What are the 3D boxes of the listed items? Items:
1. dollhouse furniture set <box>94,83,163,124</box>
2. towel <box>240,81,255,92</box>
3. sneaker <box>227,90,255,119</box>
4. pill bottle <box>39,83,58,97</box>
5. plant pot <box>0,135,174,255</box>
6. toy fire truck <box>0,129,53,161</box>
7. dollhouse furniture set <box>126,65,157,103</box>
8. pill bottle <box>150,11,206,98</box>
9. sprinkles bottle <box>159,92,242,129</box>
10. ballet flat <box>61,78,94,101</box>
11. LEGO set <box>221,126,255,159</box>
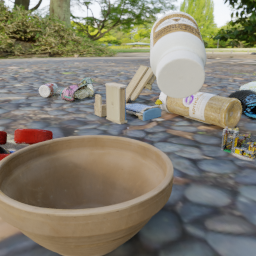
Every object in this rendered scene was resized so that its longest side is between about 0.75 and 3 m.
[{"bbox_3d":[0.048,-1.055,10.151,1.922,1.254,1.814,-13,22,-36],"label":"dollhouse furniture set"},{"bbox_3d":[7.093,-2.007,14.454,1.924,0.541,2.248,10,20,38],"label":"towel"},{"bbox_3d":[4.438,-0.856,10.145,0.979,0.875,2.389,-10,20,-28],"label":"sneaker"},{"bbox_3d":[-3.930,-1.913,13.980,0.601,0.601,1.071,3,18,11],"label":"pill bottle"},{"bbox_3d":[-0.588,0.969,3.950,2.379,1.098,2.379,0,18,0],"label":"plant pot"},{"bbox_3d":[-2.125,0.643,5.418,1.977,1.109,1.661,0,-7,-2],"label":"toy fire truck"},{"bbox_3d":[1.264,-1.312,12.413,2.216,1.805,2.107,31,6,-23],"label":"dollhouse furniture set"},{"bbox_3d":[1.259,-1.894,7.179,1.388,1.388,2.427,1,42,4],"label":"pill bottle"},{"bbox_3d":[2.373,-0.767,9.636,1.000,1.000,2.932,-12,21,-33],"label":"sprinkles bottle"},{"bbox_3d":[-2.188,-1.765,13.405,0.882,0.857,2.480,25,29,14],"label":"ballet flat"},{"bbox_3d":[2.870,0.272,6.917,0.863,0.650,1.122,-11,21,-31],"label":"LEGO set"}]
